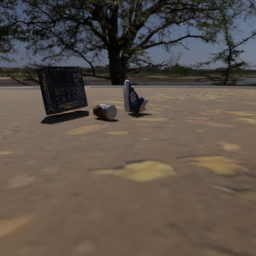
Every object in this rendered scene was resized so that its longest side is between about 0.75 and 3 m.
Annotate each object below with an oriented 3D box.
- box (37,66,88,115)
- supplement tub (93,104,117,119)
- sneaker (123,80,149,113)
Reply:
[{"bbox_3d":[-2.609,-1.590,11.513,0.589,1.821,2.310,-7,9,25],"label":"box"},{"bbox_3d":[-0.848,-0.600,10.110,0.849,0.520,0.520,9,13,43],"label":"supplement tub"},{"bbox_3d":[0.354,-1.306,11.611,1.004,1.371,0.552,-3,1,-13],"label":"sneaker"}]
